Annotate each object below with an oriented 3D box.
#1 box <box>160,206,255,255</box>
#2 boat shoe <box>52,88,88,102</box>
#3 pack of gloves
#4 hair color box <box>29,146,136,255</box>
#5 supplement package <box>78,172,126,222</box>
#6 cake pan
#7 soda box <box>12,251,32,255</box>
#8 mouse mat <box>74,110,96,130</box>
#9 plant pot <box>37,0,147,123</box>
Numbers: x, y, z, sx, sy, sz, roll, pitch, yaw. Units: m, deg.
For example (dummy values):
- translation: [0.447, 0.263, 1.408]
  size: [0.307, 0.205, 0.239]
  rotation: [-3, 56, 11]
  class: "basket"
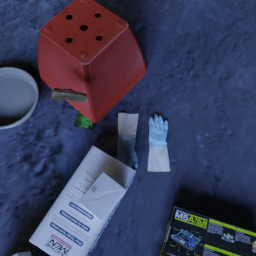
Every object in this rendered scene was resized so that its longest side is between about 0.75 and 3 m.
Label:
- translation: [2.036, 3.542, 7.107]
  size: [2.490, 0.592, 2.405]
  rotation: [15, 67, 7]
  class: "box"
- translation: [-1.389, -0.819, 6.724]
  size: [0.844, 0.304, 0.285]
  rotation: [4, 59, -15]
  class: "boat shoe"
- translation: [0.465, 0.356, 8.505]
  size: [1.584, 0.372, 1.886]
  rotation: [0, 68, 1]
  class: "pack of gloves"
- translation: [-1.103, 2.082, 7.513]
  size: [1.435, 0.869, 2.870]
  rotation: [30, 70, 9]
  class: "hair color box"
- translation: [-0.630, 1.708, 6.923]
  size: [0.732, 0.521, 0.940]
  rotation: [37, 71, 11]
  class: "supplement package"
- translation: [-3.933, -0.926, 8.998]
  size: [2.203, 0.404, 2.203]
  rotation: [0, 68, 0]
  class: "cake pan"
- translation: [-2.315, 4.474, 6.495]
  size: [0.921, 0.986, 2.894]
  rotation: [-27, 71, -11]
  class: "soda box"
- translation: [-1.324, -0.378, 8.985]
  size: [0.673, 0.032, 0.837]
  rotation: [10, 69, 4]
  class: "mouse mat"
- translation: [-1.155, -2.241, 8.495]
  size: [2.647, 2.333, 2.645]
  rotation: [38, 73, 14]
  class: "plant pot"
